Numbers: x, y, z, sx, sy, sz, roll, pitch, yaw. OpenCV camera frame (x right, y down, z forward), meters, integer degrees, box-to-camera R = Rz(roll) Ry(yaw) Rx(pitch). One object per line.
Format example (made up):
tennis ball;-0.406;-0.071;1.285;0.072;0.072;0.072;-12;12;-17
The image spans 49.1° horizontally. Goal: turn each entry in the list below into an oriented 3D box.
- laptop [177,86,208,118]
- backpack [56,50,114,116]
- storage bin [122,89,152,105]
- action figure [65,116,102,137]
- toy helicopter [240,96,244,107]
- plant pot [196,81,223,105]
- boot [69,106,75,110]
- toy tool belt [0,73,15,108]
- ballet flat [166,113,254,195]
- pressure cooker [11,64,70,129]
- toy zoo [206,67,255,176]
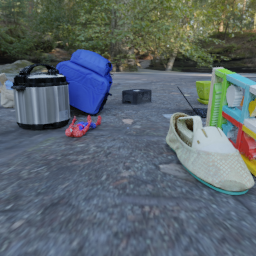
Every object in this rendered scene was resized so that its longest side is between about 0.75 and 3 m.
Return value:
laptop;2.941;-1.045;10.938;1.964;1.014;1.740;1;14;6
backpack;-1.621;-1.894;11.463;2.244;2.317;2.761;30;10;-3
storage bin;0.441;-1.550;13.788;0.927;0.643;1.371;13;18;41
action figure;-1.353;-0.069;8.238;0.596;0.471;1.822;6;18;15
toy helicopter;5.048;-0.753;9.815;1.787;1.066;2.702;-4;18;-10
plant pot;3.983;-1.711;13.540;1.169;1.066;1.174;-2;14;-6
boot;-2.404;-1.046;12.464;0.998;0.344;1.071;14;12;27
toy tool belt;-4.549;-1.760;12.770;2.463;1.514;1.538;-6;15;-22
ballet flat;1.413;0.291;5.636;1.009;0.933;2.992;-3;14;-12
pressure cooker;-2.722;-1.050;8.937;1.758;1.968;1.731;-4;14;-13
toy zoo;2.219;-0.114;5.309;0.242;1.551;2.365;-8;28;-13
